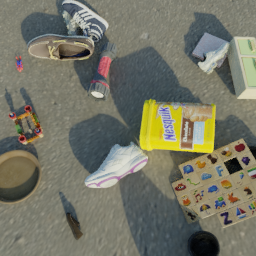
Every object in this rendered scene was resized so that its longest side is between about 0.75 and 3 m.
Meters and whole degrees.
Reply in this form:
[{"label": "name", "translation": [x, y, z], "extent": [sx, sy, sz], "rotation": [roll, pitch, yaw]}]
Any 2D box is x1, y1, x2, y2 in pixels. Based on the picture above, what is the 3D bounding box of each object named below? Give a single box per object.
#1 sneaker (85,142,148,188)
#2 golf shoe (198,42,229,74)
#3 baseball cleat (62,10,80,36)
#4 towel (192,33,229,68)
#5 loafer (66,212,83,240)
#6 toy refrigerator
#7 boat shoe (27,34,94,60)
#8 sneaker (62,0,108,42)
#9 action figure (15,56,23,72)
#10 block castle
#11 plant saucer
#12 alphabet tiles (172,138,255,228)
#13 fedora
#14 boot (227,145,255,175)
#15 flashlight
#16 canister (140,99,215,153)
[{"label": "sneaker", "translation": [-0.523, 1.308, 9.960], "extent": [2.385, 0.893, 1.188], "rotation": [-25, 63, -21]}, {"label": "golf shoe", "translation": [3.631, -3.110, 11.898], "extent": [0.778, 0.627, 1.601], "rotation": [38, 85, 3]}, {"label": "baseball cleat", "translation": [-2.389, -4.781, 12.913], "extent": [1.063, 0.697, 1.997], "rotation": [-17, 68, -12]}, {"label": "towel", "translation": [3.774, -3.500, 12.549], "extent": [1.401, 0.236, 1.467], "rotation": [29, 68, 14]}, {"label": "loafer", "translation": [-1.766, 3.212, 9.295], "extent": [0.339, 0.347, 0.950], "rotation": [-25, 76, -16]}, {"label": "toy refrigerator", "translation": [4.901, -2.525, 11.594], "extent": [0.962, 0.886, 2.534], "rotation": [0, 67, -6]}, {"label": "boat shoe", "translation": [-2.897, -3.366, 11.961], "extent": [2.868, 1.030, 0.854], "rotation": [-3, 40, -5]}, {"label": "sneaker", "translation": [-2.045, -4.715, 12.520], "extent": [2.229, 0.781, 1.209], "rotation": [26, 68, -17]}, {"label": "action figure", "translation": [-4.751, -2.786, 12.234], "extent": [0.268, 0.212, 0.818], "rotation": [-13, 68, -9]}, {"label": "block castle", "translation": [-3.881, -0.134, 10.702], "extent": [0.919, 0.645, 1.375], "rotation": [-26, 67, -12]}, {"label": "plant saucer", "translation": [-4.049, 1.733, 10.007], "extent": [1.963, 0.289, 1.963], "rotation": [0, 65, -1]}, {"label": "alphabet tiles", "translation": [3.104, 2.010, 9.508], "extent": [2.940, 0.111, 2.457], "rotation": [-25, 66, 8]}, {"label": "fedora", "translation": [2.357, 3.787, 8.908], "extent": [1.051, 0.480, 1.051], "rotation": [2, 64, -4]}, {"label": "boot", "translation": [4.427, 1.328, 9.968], "extent": [1.745, 0.657, 1.305], "rotation": [8, 57, 16]}, {"label": "flashlight", "translation": [-0.986, -2.392, 11.652], "extent": [0.898, 0.901, 2.652], "rotation": [11, 65, 5]}, {"label": "canister", "translation": [1.803, -0.064, 10.075], "extent": [2.486, 1.076, 1.846], "rotation": [3, 73, 15]}]
